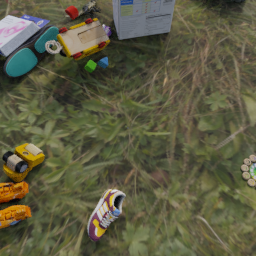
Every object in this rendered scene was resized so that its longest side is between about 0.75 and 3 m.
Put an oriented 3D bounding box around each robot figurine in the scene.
[{"bbox_3d":[-3.995,2.333,8.163,2.151,0.626,1.560,-14,62,-7],"label":"robot figurine"}]

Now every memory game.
[{"bbox_3d":[4.220,1.416,8.953,1.206,0.077,1.206,0,62,0],"label":"memory game"}]

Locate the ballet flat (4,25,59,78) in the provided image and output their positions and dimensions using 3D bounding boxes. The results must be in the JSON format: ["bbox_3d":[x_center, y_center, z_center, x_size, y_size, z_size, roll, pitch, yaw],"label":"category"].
[{"bbox_3d":[-3.772,-3.001,10.873,0.999,0.999,2.735,36,74,17],"label":"ballet flat"}]

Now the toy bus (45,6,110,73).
[{"bbox_3d":[-1.858,-3.140,10.491,2.284,1.180,2.155,18,71,-24],"label":"toy bus"}]

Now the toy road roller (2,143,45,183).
[{"bbox_3d":[-3.334,1.128,8.833,0.765,0.909,1.245,32,30,15],"label":"toy road roller"}]

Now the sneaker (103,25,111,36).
[{"bbox_3d":[-0.888,-3.893,11.585,0.396,0.361,0.896,6,61,-5],"label":"sneaker"}]

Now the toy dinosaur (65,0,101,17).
[{"bbox_3d":[-1.740,-5.189,12.200,1.966,0.467,0.866,-43,56,-19],"label":"toy dinosaur"}]

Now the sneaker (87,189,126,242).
[{"bbox_3d":[-0.595,2.474,7.953,0.695,0.578,1.543,-4,55,46],"label":"sneaker"}]

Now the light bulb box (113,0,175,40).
[{"bbox_3d":[0.566,-4.942,11.021,2.266,2.286,1.427,-11,63,-6],"label":"light bulb box"}]

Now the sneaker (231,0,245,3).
[{"bbox_3d":[4.110,-6.687,12.554,2.904,1.190,1.063,19,64,10],"label":"sneaker"}]

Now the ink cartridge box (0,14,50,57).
[{"bbox_3d":[-4.521,-3.858,10.997,2.203,0.486,2.244,27,68,39],"label":"ink cartridge box"}]
